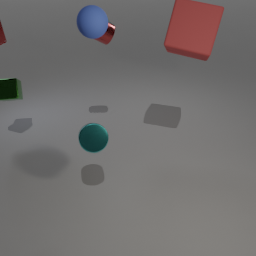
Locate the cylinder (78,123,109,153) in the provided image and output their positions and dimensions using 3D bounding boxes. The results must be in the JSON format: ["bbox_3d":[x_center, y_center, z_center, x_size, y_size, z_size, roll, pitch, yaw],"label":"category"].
[{"bbox_3d":[-0.860,0.229,6.860,0.700,0.700,0.700,-6,3,-10],"label":"cylinder"}]

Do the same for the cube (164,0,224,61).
[{"bbox_3d":[2.010,-2.998,8.706,1.400,1.400,1.400,16,10,9],"label":"cube"}]

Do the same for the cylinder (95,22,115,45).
[{"bbox_3d":[-0.894,-3.235,9.302,0.700,0.700,0.700,18,19,-30],"label":"cylinder"}]

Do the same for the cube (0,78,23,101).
[{"bbox_3d":[-4.151,-1.331,9.816,0.700,0.700,0.700,-6,3,-8],"label":"cube"}]

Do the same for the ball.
[{"bbox_3d":[-0.790,-2.353,6.228,0.700,0.700,0.700,0,29,0],"label":"ball"}]

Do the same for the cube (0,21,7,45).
[{"bbox_3d":[-3.897,-2.595,7.613,0.700,0.700,0.700,12,39,19],"label":"cube"}]
